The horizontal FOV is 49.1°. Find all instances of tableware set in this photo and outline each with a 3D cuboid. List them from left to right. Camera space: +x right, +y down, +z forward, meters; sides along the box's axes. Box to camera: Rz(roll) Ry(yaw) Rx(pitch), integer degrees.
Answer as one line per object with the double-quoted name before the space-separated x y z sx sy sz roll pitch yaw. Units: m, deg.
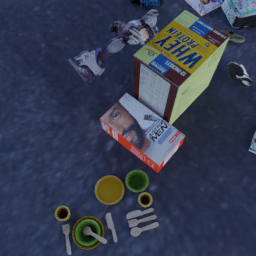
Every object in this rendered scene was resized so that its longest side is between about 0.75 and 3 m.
"tableware set" -0.536 1.974 6.929 2.448 0.376 1.649 -14 64 -7

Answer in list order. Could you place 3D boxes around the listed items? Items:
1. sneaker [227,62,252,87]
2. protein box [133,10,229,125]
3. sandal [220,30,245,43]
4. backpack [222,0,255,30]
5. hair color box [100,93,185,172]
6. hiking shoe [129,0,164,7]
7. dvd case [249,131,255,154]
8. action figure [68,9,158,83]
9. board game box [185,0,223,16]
"sneaker" 3.293 -1.751 8.525 0.434 1.151 0.662 -35 43 30
"protein box" 1.314 -1.537 7.687 1.415 2.097 2.082 39 70 17
"sandal" 3.443 -3.172 9.499 1.077 0.307 0.428 12 64 6
"backpack" 3.961 -4.250 9.694 1.203 1.020 1.355 -14 59 -7
"hair color box" 0.375 0.099 7.697 2.057 0.658 1.141 37 70 18
"hiking shoe" 0.686 -4.571 10.161 1.243 0.462 0.539 21 73 21
"dvd case" 3.828 0.393 7.862 0.642 0.097 0.880 26 67 12
"action figure" -0.251 -2.147 7.020 2.508 1.632 0.870 -37 110 3
"board game box" 2.789 -4.680 10.301 0.981 0.202 0.984 -31 68 -14
